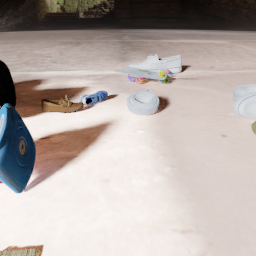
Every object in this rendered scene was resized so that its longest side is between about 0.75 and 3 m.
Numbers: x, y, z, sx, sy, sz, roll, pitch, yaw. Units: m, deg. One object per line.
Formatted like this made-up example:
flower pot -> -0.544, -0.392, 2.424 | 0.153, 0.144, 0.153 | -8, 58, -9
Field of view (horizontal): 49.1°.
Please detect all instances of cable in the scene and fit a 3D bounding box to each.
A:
cable -> 4.429, -1.116, 9.703 | 1.546, 0.535, 1.547 | -16, 28, -30
cable -> 0.467, -0.786, 8.763 | 1.049, 0.363, 1.049 | -12, 38, -16

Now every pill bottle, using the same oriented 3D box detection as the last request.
pill bottle -> -4.825, -0.938, 7.726 | 2.953, 1.652, 1.652 | -7, 24, -2

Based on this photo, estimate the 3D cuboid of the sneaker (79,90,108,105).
sneaker -> -1.135, -1.018, 9.695 | 1.027, 0.380, 0.423 | -19, 27, -19

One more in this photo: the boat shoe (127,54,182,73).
boat shoe -> 1.318, -3.266, 14.157 | 2.839, 0.928, 1.044 | -5, 22, -9

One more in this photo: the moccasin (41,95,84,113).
moccasin -> -2.080, -0.765, 8.894 | 1.324, 0.511, 0.484 | 3, 24, 6

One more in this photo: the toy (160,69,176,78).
toy -> 1.779, -2.664, 13.574 | 0.787, 0.323, 1.367 | 13, 26, 26

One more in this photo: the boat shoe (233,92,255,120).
boat shoe -> 4.263, -0.578, 8.047 | 2.310, 0.850, 0.755 | -3, 20, -5

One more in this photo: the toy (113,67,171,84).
toy -> 0.636, -2.223, 12.286 | 2.272, 0.536, 1.308 | 11, 23, 21

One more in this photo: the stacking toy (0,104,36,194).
stacking toy -> -2.963, 0.438, 4.929 | 2.310, 1.268, 1.340 | -6, 54, 3

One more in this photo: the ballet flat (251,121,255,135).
ballet flat -> 3.495, 0.080, 6.705 | 0.740, 0.740, 2.094 | 5, 23, 11

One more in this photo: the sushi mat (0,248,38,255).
sushi mat -> -1.428, 1.892, 3.272 | 0.558, 0.071, 1.167 | -2, 23, -7
